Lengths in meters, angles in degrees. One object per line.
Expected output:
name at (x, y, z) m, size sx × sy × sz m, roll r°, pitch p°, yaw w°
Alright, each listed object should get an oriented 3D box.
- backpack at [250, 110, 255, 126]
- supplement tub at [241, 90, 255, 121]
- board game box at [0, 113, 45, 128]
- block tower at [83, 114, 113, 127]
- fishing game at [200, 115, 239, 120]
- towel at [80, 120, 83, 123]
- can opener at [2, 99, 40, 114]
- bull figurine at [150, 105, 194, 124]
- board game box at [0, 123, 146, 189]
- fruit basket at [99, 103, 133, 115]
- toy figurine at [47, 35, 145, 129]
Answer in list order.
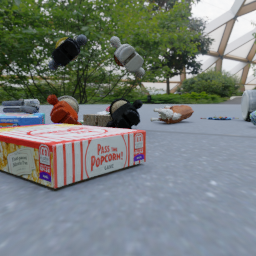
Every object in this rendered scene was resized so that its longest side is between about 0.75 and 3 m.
backpack at (4.795, -0.397, 9.921) m, size 0.932 × 0.761 × 0.717 m, roll -10°, pitch -19°, yaw -7°
supplement tub at (6.448, -1.012, 12.602) m, size 2.346 × 1.437 × 1.437 m, roll 0°, pitch 6°, yaw 9°
board game box at (-3.464, -0.108, 8.120) m, size 1.958 × 0.579 × 2.574 m, roll -1°, pitch 6°, yaw -13°
block tower at (-1.046, -0.300, 10.615) m, size 1.611 × 0.466 × 0.435 m, roll 7°, pitch 9°, yaw 43°
fishing game at (4.536, -0.546, 13.899) m, size 1.708 × 0.266 × 1.223 m, roll 0°, pitch 4°, yaw -1°
towel at (-1.456, -0.245, 11.730) m, size 0.986 × 0.115 × 0.752 m, roll -1°, pitch 6°, yaw -23°
can opener at (-3.403, -0.676, 8.788) m, size 1.599 × 0.421 × 0.531 m, roll 3°, pitch 7°, yaw 30°
bull figurine at (1.848, -0.606, 12.057) m, size 2.297 × 0.748 × 1.395 m, roll -6°, pitch 8°, yaw -44°
board game box at (-1.148, 0.297, 4.499) m, size 2.324 × 0.538 × 1.761 m, roll 5°, pitch 8°, yaw 39°
fruit basket at (-0.665, -0.915, 15.695) m, size 1.909 × 0.895 × 1.768 m, roll -18°, pitch 11°, yaw -16°
toy figurine at (-0.986, -1.349, 8.724) m, size 2.976 × 2.930 × 2.070 m, roll 0°, pitch 16°, yaw -9°
